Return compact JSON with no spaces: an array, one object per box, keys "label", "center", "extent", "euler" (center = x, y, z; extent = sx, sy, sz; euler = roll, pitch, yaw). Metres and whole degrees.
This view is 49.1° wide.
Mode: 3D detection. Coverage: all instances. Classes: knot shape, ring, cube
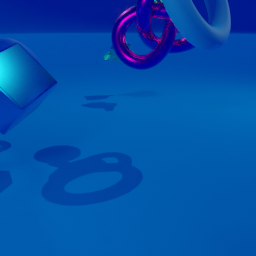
[{"label":"knot shape","center":[0.468,-1.853,5.293],"extent":[1.662,1.776,0.821],"euler":[-35,39,9]},{"label":"ring","center":[1.101,-2.132,4.500],"extent":[0.368,1.839,1.839],"euler":[-17,5,43]},{"label":"cube","center":[-2.000,-0.659,4.766],"extent":[0.953,0.953,0.953],"euler":[-34,14,43]},{"label":"ring","center":[-2.454,-1.571,6.389],"extent":[1.133,1.133,0.227],"euler":[13,62,32]}]

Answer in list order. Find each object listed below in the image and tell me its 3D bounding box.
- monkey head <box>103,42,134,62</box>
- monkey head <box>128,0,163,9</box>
[{"label":"monkey head","center":[-0.363,-3.148,11.187],"extent":[1.355,0.816,0.975],"euler":[-15,62,-16]},{"label":"monkey head","center":[0.888,-4.286,9.326],"extent":[1.713,1.032,1.232],"euler":[-39,17,12]}]
